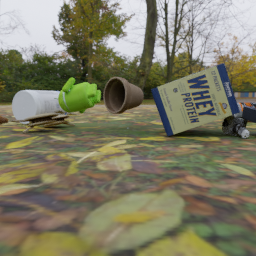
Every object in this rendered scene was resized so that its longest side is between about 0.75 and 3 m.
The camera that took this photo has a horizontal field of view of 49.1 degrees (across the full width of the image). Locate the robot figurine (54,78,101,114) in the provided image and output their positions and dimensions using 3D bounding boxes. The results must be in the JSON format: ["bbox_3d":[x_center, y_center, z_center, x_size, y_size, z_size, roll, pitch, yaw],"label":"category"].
[{"bbox_3d":[-1.668,-1.002,9.346,1.486,0.860,1.304,-13,-37,17],"label":"robot figurine"}]

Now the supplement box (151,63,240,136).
[{"bbox_3d":[2.122,-0.931,9.403,2.315,1.554,2.313,-19,4,8],"label":"supplement box"}]

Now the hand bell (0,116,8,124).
[{"bbox_3d":[-6.644,-0.537,12.355,2.521,1.313,1.313,10,0,-29],"label":"hand bell"}]

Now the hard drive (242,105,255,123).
[{"bbox_3d":[4.579,-0.206,8.607,2.132,0.451,1.438,20,13,19],"label":"hard drive"}]

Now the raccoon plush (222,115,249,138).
[{"bbox_3d":[3.568,0.093,8.769,0.898,0.649,1.341,12,31,-20],"label":"raccoon plush"}]

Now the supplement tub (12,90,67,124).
[{"bbox_3d":[-4.044,-1.011,13.286,1.555,1.555,2.357,3,6,27],"label":"supplement tub"}]

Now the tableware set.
[{"bbox_3d":[-2.954,-0.188,10.581,1.739,0.527,2.630,-11,-1,5],"label":"tableware set"}]

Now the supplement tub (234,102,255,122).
[{"bbox_3d":[5.812,-0.788,13.895,1.576,0.966,0.966,-1,6,-6],"label":"supplement tub"}]

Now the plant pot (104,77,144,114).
[{"bbox_3d":[-0.081,-1.232,10.766,1.199,1.375,1.375,-3,7,-42],"label":"plant pot"}]
